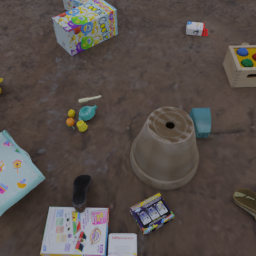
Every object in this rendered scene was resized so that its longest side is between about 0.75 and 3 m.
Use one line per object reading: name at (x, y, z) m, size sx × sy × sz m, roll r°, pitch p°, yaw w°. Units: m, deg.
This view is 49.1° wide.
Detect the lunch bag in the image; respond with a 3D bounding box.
lunch bag at (-3.749, 1.452, 8.354) m, size 1.942 × 1.390 × 2.279 m, roll -39°, pitch 54°, yaw -21°

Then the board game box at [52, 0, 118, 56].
board game box at (-1.936, -4.731, 13.037) m, size 2.638 × 1.359 × 1.383 m, roll -33°, pitch 60°, yaw -22°

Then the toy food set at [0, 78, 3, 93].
toy food set at (-6.084, -1.313, 10.949) m, size 2.501 × 0.817 × 1.471 m, roll -15°, pitch 31°, yaw -13°

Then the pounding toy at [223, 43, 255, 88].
pounding toy at (5.291, -3.006, 11.899) m, size 2.159 × 1.124 × 2.457 m, roll -2°, pitch 54°, yaw -1°

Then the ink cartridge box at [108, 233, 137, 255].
ink cartridge box at (-0.146, 3.429, 7.520) m, size 0.772 × 0.465 × 1.062 m, roll 1°, pitch 55°, yaw 0°

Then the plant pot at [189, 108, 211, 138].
plant pot at (2.628, -0.152, 10.104) m, size 0.663 × 0.664 × 0.939 m, roll -2°, pitch 62°, yaw -1°

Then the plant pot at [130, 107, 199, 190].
plant pot at (1.213, 0.488, 8.769) m, size 2.302 × 1.997 × 2.302 m, roll 0°, pitch 55°, yaw 0°

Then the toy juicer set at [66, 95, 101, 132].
toy juicer set at (-1.708, -0.579, 10.590) m, size 1.030 × 0.440 × 1.618 m, roll 7°, pitch 55°, yaw 28°

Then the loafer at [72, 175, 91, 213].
loafer at (-1.423, 1.977, 8.492) m, size 0.536 × 0.521 × 1.468 m, roll 1°, pitch 29°, yaw 3°

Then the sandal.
sandal at (4.027, 2.565, 8.167) m, size 0.842 × 0.566 × 2.097 m, roll -32°, pitch 45°, yaw -28°

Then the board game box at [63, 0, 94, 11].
board game box at (-2.506, -6.521, 14.673) m, size 1.673 × 0.877 × 0.862 m, roll 33°, pitch 60°, yaw 22°

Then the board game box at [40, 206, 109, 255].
board game box at (-1.455, 2.944, 7.944) m, size 1.754 × 0.354 × 1.342 m, roll 2°, pitch 53°, yaw 1°

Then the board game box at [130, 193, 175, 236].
board game box at (0.705, 2.539, 8.292) m, size 1.042 × 0.295 × 0.861 m, roll -23°, pitch 55°, yaw -16°

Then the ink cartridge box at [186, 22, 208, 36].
ink cartridge box at (3.424, -4.869, 13.764) m, size 1.059 × 0.356 × 0.615 m, roll 6°, pitch 54°, yaw 4°
